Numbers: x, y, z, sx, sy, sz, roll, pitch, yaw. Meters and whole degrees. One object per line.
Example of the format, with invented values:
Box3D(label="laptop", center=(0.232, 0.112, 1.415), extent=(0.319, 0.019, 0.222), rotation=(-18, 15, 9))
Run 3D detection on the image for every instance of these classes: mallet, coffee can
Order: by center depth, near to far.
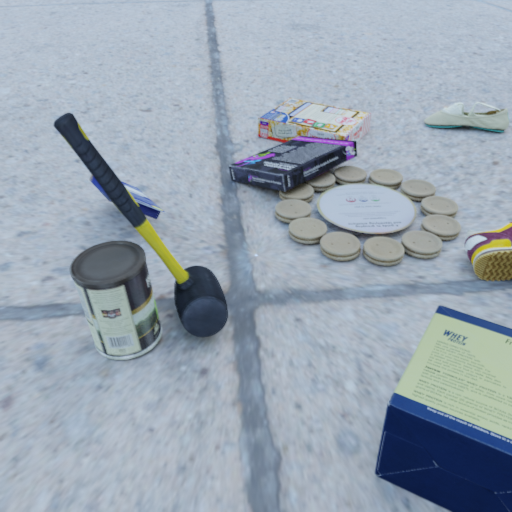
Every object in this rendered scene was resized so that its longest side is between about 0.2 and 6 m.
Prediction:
Box3D(label="mallet", center=(-1.338, -0.257, 6.865), extent=(0.669, 3.251, 1.071), rotation=(-33, 35, 1))
Box3D(label="coffee can", center=(-1.766, 0.569, 7.186), extent=(0.920, 1.257, 0.920), rotation=(-3, 35, 2))

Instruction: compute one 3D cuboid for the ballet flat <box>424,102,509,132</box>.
Box3D(label="ballet flat", center=(5.061, -3.382, 13.435), extent=(1.943, 0.675, 0.675), rotation=(6, 35, 9))

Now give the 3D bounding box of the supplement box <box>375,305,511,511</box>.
Box3D(label="supplement box", center=(2.367, 1.656, 5.778), extent=(1.702, 1.143, 1.700), rotation=(19, 39, 25))

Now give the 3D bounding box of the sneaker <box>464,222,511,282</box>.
Box3D(label="sneaker", center=(4.346, -0.151, 8.676), extent=(2.109, 0.790, 0.950), rotation=(2, 41, 1))

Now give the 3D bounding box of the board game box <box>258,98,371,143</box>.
Box3D(label="board game box", center=(1.365, -3.066, 13.095), extent=(2.159, 0.500, 1.635), rotation=(19, 39, 25))

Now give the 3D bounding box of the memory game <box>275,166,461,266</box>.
Box3D(label="memory game", center=(1.998, -0.825, 10.150), extent=(3.360, 0.214, 3.360), rotation=(1, 35, 0))

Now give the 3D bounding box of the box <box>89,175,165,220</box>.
Box3D(label="box", center=(-2.246, -1.032, 9.719), extent=(0.927, 0.248, 1.530), rotation=(21, 9, -37))

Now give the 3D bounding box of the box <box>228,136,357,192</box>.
Box3D(label="box", center=(0.757, -1.914, 11.316), extent=(2.182, 0.394, 1.560), rotation=(-27, 31, -34))
